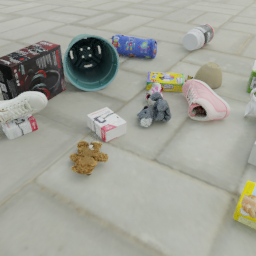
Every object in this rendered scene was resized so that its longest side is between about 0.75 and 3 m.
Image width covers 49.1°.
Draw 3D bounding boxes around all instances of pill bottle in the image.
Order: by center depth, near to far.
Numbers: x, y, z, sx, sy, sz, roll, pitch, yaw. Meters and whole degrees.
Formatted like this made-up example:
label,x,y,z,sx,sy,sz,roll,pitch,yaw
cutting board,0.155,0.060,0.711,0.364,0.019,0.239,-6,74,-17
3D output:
label,x,y,z,sx,sy,sz,roll,pitch,yaw
pill bottle,3.943,-5.085,15.719,1.117,1.117,1.962,24,43,29

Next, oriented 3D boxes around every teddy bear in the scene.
label,x,y,z,sx,sy,sz,roll,pitch,yaw
teddy bear,-1.174,0.863,8.233,1.149,0.529,1.585,-5,28,-19

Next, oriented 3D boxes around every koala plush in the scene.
label,x,y,z,sx,sy,sz,roll,pitch,yaw
koala plush,0.864,-0.506,9.840,1.119,1.028,0.992,-26,37,0

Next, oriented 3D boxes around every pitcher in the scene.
label,x,y,z,sx,sy,sz,roll,pitch,yaw
pitcher,4.951,-0.748,9.613,1.603,1.375,0.972,15,60,21

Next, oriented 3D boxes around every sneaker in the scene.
label,x,y,z,sx,sy,sz,roll,pitch,yaw
sneaker,-3.634,-0.539,9.068,2.130,0.776,0.902,-14,35,14
sneaker,2.537,-1.050,10.399,1.229,0.885,2.352,-14,42,-27
sneaker,1.009,-1.362,11.118,0.610,0.562,1.382,1,36,-2

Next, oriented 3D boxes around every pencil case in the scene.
label,x,y,z,sx,sy,sz,roll,pitch,yaw
pencil case,0.332,-4.315,14.737,2.464,1.070,0.961,12,1,14

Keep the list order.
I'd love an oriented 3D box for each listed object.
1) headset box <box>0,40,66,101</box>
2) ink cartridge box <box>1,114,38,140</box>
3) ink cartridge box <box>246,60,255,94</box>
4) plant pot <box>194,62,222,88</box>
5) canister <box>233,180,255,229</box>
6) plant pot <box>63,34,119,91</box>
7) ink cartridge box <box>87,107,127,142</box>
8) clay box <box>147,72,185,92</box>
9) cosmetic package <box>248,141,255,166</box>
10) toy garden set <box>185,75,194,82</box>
label,x,y,z,sx,sy,sz,roll,pitch,yaw
headset box,-3.551,-2.051,10.834,1.009,1.999,2.690,21,41,24
ink cartridge box,-3.693,-0.097,9.511,0.991,0.413,0.719,-24,44,-30
ink cartridge box,6.333,-2.349,12.095,1.935,0.992,2.618,15,40,19
plant pot,3.572,-2.367,12.139,1.213,0.815,1.213,7,38,-5
canister,3.408,1.973,6.489,1.592,0.689,1.183,20,41,27
plant pot,-1.722,-3.082,12.249,2.286,2.286,2.239,-8,30,-11
ink cartridge box,-0.733,-0.139,9.503,0.854,0.497,1.180,-24,43,-29
clay box,1.739,-1.999,12.089,1.808,0.430,1.039,4,37,6
cosmetic package,4.588,0.416,8.521,1.093,0.768,2.155,23,41,28
toy garden set,2.838,-2.024,12.351,0.725,0.174,0.870,25,44,24
